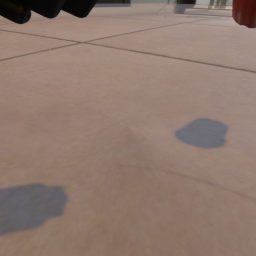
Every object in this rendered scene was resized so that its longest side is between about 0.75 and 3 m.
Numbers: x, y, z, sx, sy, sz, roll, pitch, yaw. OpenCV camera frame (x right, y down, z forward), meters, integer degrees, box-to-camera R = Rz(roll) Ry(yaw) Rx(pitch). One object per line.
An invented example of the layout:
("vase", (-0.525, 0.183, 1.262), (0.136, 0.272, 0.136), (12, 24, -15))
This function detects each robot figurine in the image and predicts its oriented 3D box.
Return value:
("robot figurine", (-1.188, -2.040, 3.167), (1.927, 1.202, 1.448), (20, 36, -24))

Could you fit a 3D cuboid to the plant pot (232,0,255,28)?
("plant pot", (2.742, -2.890, 5.851), (1.285, 1.250, 1.285), (-6, 62, 11))
